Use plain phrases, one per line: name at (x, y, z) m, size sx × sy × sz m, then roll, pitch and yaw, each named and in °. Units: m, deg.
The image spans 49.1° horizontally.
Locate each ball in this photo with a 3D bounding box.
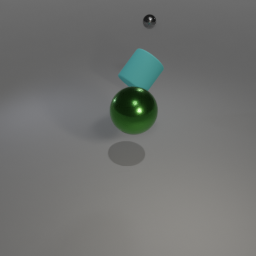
ball at (0.166, -0.504, 8.116) m, size 1.400 × 1.400 × 1.400 m, roll 0°, pitch 31°, yaw 0°
ball at (1.099, -5.430, 14.296) m, size 0.700 × 0.700 × 0.700 m, roll 0°, pitch 31°, yaw 0°

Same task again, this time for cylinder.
cylinder at (0.538, -2.326, 11.707) m, size 1.400 × 1.400 × 1.400 m, roll -54°, pitch 46°, yaw 0°
